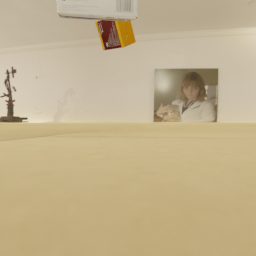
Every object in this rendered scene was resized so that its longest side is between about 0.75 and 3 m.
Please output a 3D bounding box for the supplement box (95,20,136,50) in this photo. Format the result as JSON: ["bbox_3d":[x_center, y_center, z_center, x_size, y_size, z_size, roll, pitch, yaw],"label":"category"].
[{"bbox_3d":[-0.472,-3.631,10.616,1.117,1.102,0.742,5,31,42],"label":"supplement box"}]

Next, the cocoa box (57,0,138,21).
[{"bbox_3d":[-0.501,-2.164,4.446,1.233,0.822,0.809,-1,17,-11],"label":"cocoa box"}]
